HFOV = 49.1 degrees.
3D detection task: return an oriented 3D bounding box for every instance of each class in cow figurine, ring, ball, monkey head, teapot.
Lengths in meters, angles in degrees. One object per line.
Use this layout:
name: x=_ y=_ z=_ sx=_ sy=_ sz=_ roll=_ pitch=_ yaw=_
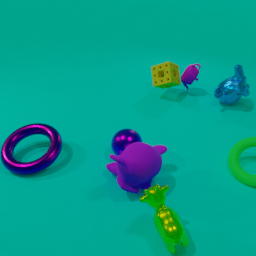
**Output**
cow figurine: x=0.696 y=1.677 z=5.345 sx=0.619 sy=1.110 sz=1.128 roll=-25 pitch=37 yaw=-3
ring: x=-2.565 y=0.519 z=7.463 sx=1.632 sy=0.326 sz=1.632 roll=-3 pitch=50 yaw=3
ball: x=-0.027 y=0.430 z=7.451 sx=0.843 sy=0.843 sz=0.843 roll=0 pitch=34 yaw=0
monkey head: x=0.101 y=0.806 z=6.597 sx=1.324 sy=1.109 sz=1.840 roll=25 pitch=21 yaw=39
ring: x=3.198 y=0.808 z=6.963 sx=1.351 sy=0.270 sz=1.351 roll=-12 pitch=53 yaw=16
monkey head: x=3.606 y=-1.502 z=9.808 sx=1.079 sy=1.288 sz=1.791 roll=-9 pitch=6 yaw=36
teapot: x=2.348 y=-1.924 z=10.493 sx=0.611 sy=1.247 sz=0.776 roll=34 pitch=50 yaw=7

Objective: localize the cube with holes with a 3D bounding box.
cube with holes: x=1.392 y=-1.914 z=10.258 sx=0.747 sy=0.747 sz=0.747 roll=-9 pitch=-6 yaw=36
